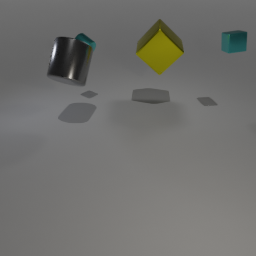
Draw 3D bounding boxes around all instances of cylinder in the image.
[{"bbox_3d":[-1.817,-3.487,11.730,0.700,0.700,0.700,39,41,12],"label":"cylinder"},{"bbox_3d":[-2.070,-2.342,10.050,1.400,1.400,1.400,12,-1,0],"label":"cylinder"}]

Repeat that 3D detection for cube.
[{"bbox_3d":[4.006,-3.266,10.597,0.700,0.700,0.700,-9,25,-2],"label":"cube"},{"bbox_3d":[1.319,-3.366,11.659,1.400,1.400,1.400,37,32,-20],"label":"cube"}]
